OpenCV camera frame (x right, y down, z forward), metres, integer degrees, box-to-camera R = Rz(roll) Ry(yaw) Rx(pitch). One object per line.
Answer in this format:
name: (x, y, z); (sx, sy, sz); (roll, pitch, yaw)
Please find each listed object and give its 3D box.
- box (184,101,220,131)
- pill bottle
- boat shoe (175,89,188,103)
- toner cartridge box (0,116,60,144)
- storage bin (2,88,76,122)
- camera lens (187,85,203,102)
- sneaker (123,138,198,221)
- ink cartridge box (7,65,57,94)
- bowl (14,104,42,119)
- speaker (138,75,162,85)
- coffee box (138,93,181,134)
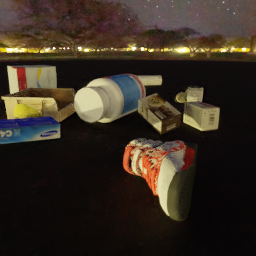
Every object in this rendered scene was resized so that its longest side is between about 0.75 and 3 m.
box: (2.551, -0.448, 9.835); (0.662, 0.777, 1.216); (-6, 18, -18)
pill bottle: (-0.631, -1.125, 10.531); (1.632, 1.632, 2.908); (9, 18, 26)
boat shoe: (2.736, -1.544, 13.987); (0.481, 0.561, 1.534); (-28, 4, 43)
toner cartridge box: (-3.291, 0.053, 8.438); (2.239, 0.483, 1.064); (-6, 19, -29)
storage bin: (-3.309, -0.920, 10.997); (2.124, 1.002, 2.139); (2, 17, 8)
camera lens: (3.185, -1.559, 13.287); (0.700, 0.875, 0.700); (0, 17, 0)
sneaker: (0.517, 0.857, 5.413); (1.456, 0.907, 2.716); (4, 14, 17)
ink cartridge box: (-5.298, -2.660, 15.636); (2.203, 1.593, 1.601); (-13, 21, -36)
bowl: (-3.469, -0.299, 9.487); (1.000, 1.000, 0.538); (7, 56, 22)
speaker: (1.461, -3.270, 19.252); (1.649, 0.670, 0.670); (-3, 17, -6)
coffee box: (1.035, -0.506, 9.417); (0.805, 0.568, 1.423); (-20, 43, -21)
